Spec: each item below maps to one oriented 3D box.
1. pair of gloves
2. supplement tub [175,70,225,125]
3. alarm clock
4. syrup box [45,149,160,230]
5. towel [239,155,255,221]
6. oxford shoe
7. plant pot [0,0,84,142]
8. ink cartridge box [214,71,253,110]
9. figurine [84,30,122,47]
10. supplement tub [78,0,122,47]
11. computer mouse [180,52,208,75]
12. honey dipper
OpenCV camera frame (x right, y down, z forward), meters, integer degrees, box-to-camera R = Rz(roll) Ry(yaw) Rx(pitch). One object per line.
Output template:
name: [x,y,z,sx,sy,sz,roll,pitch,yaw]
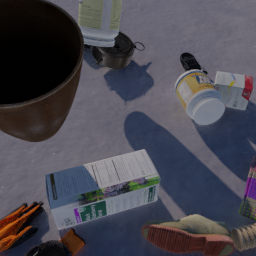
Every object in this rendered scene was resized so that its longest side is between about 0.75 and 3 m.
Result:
pair of gloves: [-2.369,2.832,6.722,2.192,0.271,1.953,31,51,25]
supplement tub: [2.549,-1.105,10.040,1.305,1.305,1.803,-9,45,-9]
alarm clock: [-0.408,-3.672,12.740,2.770,0.922,1.868,-13,61,-29]
syrup box: [-0.657,1.592,7.391,2.771,1.091,1.128,-14,46,-14]
towel: [4.168,1.776,7.615,1.827,0.290,2.544,19,43,22]
oxford shoe: [1.406,2.513,6.798,2.173,0.769,0.802,11,33,1]
plant pot: [-2.344,-0.886,6.495,2.758,2.950,2.758,3,62,-5]
ink cartridge box: [3.895,-1.432,10.619,1.332,0.968,0.964,12,45,13]
figurine: [-1.384,-4.733,14.259,2.059,0.908,2.110,13,45,1]
supplement tub: [-1.073,-4.336,10.650,1.592,2.196,1.592,7,24,-3]
computer mouse: [2.753,-2.729,12.441,1.068,0.407,1.542,-11,56,-11]
honey dipper: [3.941,2.466,6.925,2.804,0.532,0.532,-8,44,-11]
